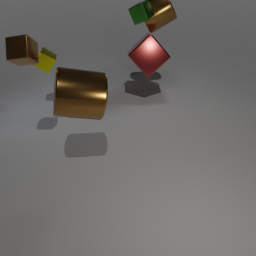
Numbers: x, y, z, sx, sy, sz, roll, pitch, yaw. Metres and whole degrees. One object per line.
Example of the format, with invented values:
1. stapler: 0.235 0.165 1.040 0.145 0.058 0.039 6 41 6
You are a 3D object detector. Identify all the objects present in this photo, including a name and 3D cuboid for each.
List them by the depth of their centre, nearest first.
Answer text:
1. cylinder: -1.404 -0.978 8.095 1.400 1.400 1.400 4 30 -17
2. cube: -3.206 -2.342 8.515 0.700 0.700 0.700 -5 -3 8
3. cube: 0.560 -4.841 11.705 0.700 0.700 0.700 -8 31 36
4. cube: -3.576 -2.945 12.155 0.700 0.700 0.700 28 27 -25
5. cylinder: 1.355 -5.389 13.015 1.400 1.400 1.400 -27 28 15
6. cube: 0.946 -3.457 13.218 1.400 1.400 1.400 -41 16 13
